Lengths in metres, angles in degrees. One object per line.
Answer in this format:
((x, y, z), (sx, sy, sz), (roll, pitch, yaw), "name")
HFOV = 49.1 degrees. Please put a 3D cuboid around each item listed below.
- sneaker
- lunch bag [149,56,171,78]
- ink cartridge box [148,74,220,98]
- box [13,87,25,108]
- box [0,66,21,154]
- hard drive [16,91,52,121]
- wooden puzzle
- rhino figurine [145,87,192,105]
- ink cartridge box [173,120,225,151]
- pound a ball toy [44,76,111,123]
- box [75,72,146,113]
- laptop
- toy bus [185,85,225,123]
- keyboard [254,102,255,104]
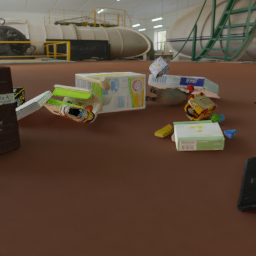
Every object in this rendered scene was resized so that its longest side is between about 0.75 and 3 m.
((-1.488, -0.409, 8.728), (1.298, 0.486, 0.585), (9, 0, -42), "sneaker")
((1.353, -2.586, 12.115), (0.484, 0.761, 0.645), (32, 22, -54), "lunch bag")
((2.794, -2.004, 13.413), (2.748, 0.559, 2.753), (11, 3, 32), "ink cartridge box")
((-5.667, -1.113, 11.492), (2.343, 0.724, 2.934), (-1, 16, -10), "box")
((-3.869, -0.426, 6.765), (1.698, 2.068, 1.716), (16, 23, 42), "box")
((-3.541, -0.732, 9.927), (1.446, 0.293, 2.192), (-27, 17, 3), "hard drive")
((1.935, 0.182, 8.004), (2.056, 0.240, 1.387), (8, 23, 26), "wooden puzzle")
((2.015, -1.421, 12.461), (2.511, 0.751, 1.098), (-7, 16, -38), "rhino figurine")
((1.836, 0.042, 7.550), (1.156, 0.381, 1.589), (-3, 30, 6), "ink cartridge box")
((-1.696, -1.062, 10.067), (2.370, 1.545, 1.007), (13, -21, 38), "pound a ball toy")
((-0.684, -1.484, 11.394), (2.597, 1.461, 1.316), (-7, 18, -27), "box")
((3.425, 1.160, 4.833), (2.487, 1.284, 2.204), (-20, 5, 29), "laptop")
((2.407, -0.662, 9.743), (1.574, 0.813, 1.485), (24, 36, -19), "toy bus")
((6.333, -0.968, 11.960), (1.035, 0.168, 1.628), (-12, 20, -16), "keyboard")
